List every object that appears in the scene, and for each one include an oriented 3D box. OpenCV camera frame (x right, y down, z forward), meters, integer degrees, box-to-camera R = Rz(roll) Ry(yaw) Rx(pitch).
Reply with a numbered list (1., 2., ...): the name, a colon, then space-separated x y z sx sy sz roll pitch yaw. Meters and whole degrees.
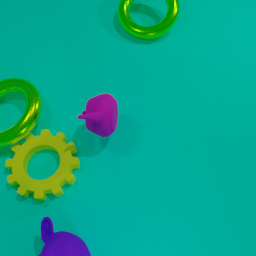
1. ring: 0.652 -3.825 9.025 2.004 0.401 2.004 -1 82 9
2. ring: -3.261 -0.456 7.497 2.049 0.410 2.049 -6 65 12
3. monkey head: -1.430 2.780 5.718 1.307 1.095 1.817 -30 103 24
4. teapot: -0.728 -0.317 6.932 0.858 1.751 1.089 3 97 8
5. gear: -2.161 0.918 7.154 1.783 0.330 1.783 0 64 0
